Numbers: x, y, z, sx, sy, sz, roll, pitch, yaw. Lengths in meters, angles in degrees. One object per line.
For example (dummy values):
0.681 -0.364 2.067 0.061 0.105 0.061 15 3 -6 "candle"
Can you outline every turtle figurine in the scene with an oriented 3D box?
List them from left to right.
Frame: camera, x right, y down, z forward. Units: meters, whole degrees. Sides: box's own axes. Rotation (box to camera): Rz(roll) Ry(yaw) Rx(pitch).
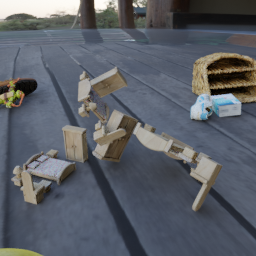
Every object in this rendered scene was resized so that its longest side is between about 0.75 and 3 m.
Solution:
-5.211 -1.315 11.894 1.815 0.725 2.251 -15 44 -9 "turtle figurine"

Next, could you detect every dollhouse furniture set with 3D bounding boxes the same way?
-2.043 0.775 7.053 1.127 0.963 2.175 10 26 21 "dollhouse furniture set"
-0.589 -0.720 7.144 0.910 1.065 2.056 -23 46 18 "dollhouse furniture set"
0.809 0.819 7.048 2.931 1.298 1.519 29 6 33 "dollhouse furniture set"

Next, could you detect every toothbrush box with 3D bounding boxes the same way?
3.909 -0.923 11.262 0.882 0.514 1.204 -6 23 4 "toothbrush box"

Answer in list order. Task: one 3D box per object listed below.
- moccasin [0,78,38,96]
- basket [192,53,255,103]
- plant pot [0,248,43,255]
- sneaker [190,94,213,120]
-5.496 -1.834 13.035 2.522 0.922 0.973 -24 41 -25 "moccasin"
4.564 -2.320 12.661 2.767 1.975 2.061 -5 24 -10 "basket"
-1.397 2.202 3.193 1.927 1.927 1.368 3 -1 7 "plant pot"
2.979 -0.796 10.950 0.700 0.663 1.734 10 36 26 "sneaker"
